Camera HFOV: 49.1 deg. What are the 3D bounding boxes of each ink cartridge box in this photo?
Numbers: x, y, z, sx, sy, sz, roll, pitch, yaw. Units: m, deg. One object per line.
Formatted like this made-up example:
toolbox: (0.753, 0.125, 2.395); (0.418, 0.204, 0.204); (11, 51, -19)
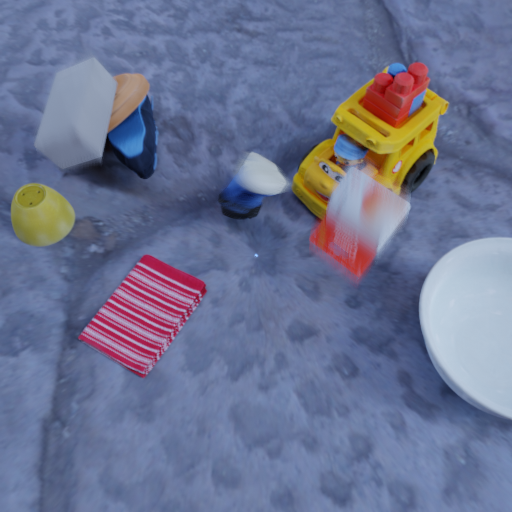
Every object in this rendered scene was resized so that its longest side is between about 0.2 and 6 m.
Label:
ink cartridge box: (1.540, -0.539, 8.705); (1.100, 0.340, 1.356); (39, 98, 26)

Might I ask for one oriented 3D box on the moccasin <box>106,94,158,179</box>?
moccasin: (-2.571, -2.495, 11.366); (1.176, 0.997, 2.924); (-17, 40, 4)

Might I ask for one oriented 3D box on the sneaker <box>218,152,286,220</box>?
sneaker: (-0.135, -1.096, 10.073); (0.830, 1.204, 2.164); (27, 16, -12)

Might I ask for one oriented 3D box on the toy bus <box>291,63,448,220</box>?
toy bus: (2.150, -2.181, 10.272); (2.811, 2.699, 1.908); (-40, 68, -20)

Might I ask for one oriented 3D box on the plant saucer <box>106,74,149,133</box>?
plant saucer: (-3.276, -2.941, 11.310); (2.445, 0.395, 2.445); (-23, 36, 18)

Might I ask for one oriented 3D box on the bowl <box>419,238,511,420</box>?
bowl: (3.963, 1.330, 8.899); (3.049, 1.370, 3.049); (0, 59, -1)

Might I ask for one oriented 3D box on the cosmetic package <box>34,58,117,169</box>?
cosmetic package: (-3.168, -2.533, 9.947); (0.956, 0.807, 1.790); (-10, 61, 24)

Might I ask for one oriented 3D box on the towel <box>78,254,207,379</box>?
towel: (-1.945, 0.972, 9.794); (1.438, 0.224, 1.989); (26, 63, 16)

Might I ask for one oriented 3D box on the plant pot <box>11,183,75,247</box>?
plant pot: (-4.121, -0.884, 10.554); (1.168, 0.829, 1.168); (0, 59, 1)
